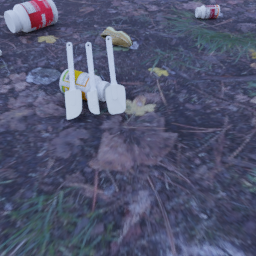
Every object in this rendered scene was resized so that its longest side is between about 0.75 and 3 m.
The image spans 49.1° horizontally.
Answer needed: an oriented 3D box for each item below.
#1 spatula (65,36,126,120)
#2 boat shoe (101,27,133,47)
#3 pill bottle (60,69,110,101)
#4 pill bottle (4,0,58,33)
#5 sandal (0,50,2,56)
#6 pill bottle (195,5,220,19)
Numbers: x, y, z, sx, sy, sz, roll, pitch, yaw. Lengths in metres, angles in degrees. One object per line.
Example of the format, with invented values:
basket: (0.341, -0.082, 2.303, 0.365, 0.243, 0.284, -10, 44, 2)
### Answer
spatula: (-1.088, -1.623, 8.791, 1.853, 0.214, 2.665, -8, 73, 5)
boat shoe: (-0.540, -3.857, 12.254, 0.693, 0.652, 1.819, -38, 46, -17)
pill bottle: (-1.391, -1.376, 9.257, 1.549, 0.860, 0.860, 18, 45, 18)
pill bottle: (-4.564, -5.294, 13.246, 2.229, 1.251, 1.251, -33, 52, -31)
sandal: (-6.471, -3.138, 11.301, 2.639, 1.074, 0.649, 9, 84, 9)
pill bottle: (4.106, -6.002, 14.482, 1.132, 0.639, 0.639, -4, 43, -4)
